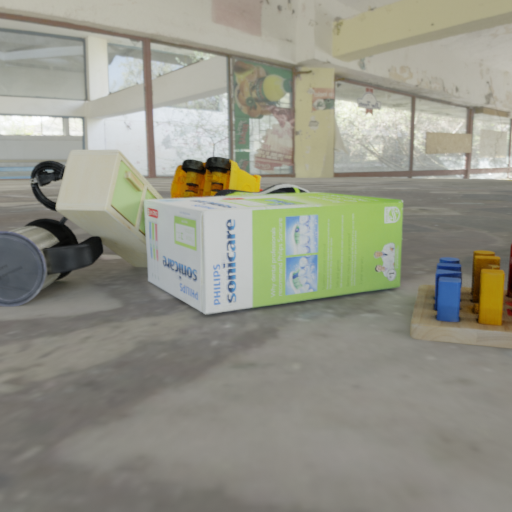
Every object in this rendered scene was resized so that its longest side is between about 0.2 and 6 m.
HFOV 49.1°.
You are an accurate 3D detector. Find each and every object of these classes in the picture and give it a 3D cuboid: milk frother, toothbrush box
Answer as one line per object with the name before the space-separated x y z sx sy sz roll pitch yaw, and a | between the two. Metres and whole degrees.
milk frother | -2.716 -0.333 6.830 1.329 1.472 1.385 -25 10 2
toothbrush box | 0.183 -0.173 7.196 2.740 1.179 1.995 -7 12 -27

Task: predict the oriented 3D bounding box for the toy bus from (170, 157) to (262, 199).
toy bus | -0.945 -1.786 15.921 2.358 1.600 2.264 5 -2 41

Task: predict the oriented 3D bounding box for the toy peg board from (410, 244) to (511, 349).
toy peg board | 2.509 0.268 5.635 1.721 0.845 1.728 4 10 18

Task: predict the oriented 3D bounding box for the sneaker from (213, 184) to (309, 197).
sneaker | 0.334 -0.816 12.187 3.063 1.098 1.268 -13 35 -42

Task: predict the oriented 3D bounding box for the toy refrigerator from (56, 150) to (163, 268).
toy refrigerator | -1.727 -0.552 7.641 0.762 0.826 2.177 2 -19 16
